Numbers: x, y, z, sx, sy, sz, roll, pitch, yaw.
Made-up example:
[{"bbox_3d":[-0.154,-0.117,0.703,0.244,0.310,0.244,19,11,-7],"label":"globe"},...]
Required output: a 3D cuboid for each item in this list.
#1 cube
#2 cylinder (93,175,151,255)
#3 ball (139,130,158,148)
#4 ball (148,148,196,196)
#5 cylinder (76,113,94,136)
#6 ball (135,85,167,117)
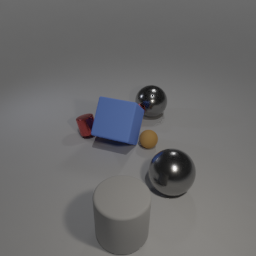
[{"bbox_3d":[-0.334,-0.230,10.242,1.400,1.400,1.400,12,-4,15],"label":"cube"},{"bbox_3d":[-0.150,2.160,7.029,1.400,1.400,1.400,1,34,0],"label":"cylinder"},{"bbox_3d":[0.767,0.411,10.433,0.700,0.700,0.700,0,33,0],"label":"ball"},{"bbox_3d":[1.315,1.310,8.384,1.400,1.400,1.400,0,33,0],"label":"ball"},{"bbox_3d":[-1.625,-0.129,11.049,0.700,0.700,0.700,-13,21,5],"label":"cylinder"},{"bbox_3d":[1.013,-1.171,12.263,1.400,1.400,1.400,0,33,0],"label":"ball"}]
